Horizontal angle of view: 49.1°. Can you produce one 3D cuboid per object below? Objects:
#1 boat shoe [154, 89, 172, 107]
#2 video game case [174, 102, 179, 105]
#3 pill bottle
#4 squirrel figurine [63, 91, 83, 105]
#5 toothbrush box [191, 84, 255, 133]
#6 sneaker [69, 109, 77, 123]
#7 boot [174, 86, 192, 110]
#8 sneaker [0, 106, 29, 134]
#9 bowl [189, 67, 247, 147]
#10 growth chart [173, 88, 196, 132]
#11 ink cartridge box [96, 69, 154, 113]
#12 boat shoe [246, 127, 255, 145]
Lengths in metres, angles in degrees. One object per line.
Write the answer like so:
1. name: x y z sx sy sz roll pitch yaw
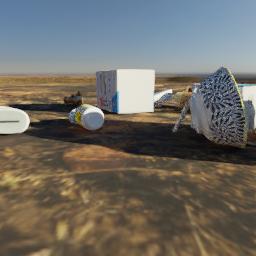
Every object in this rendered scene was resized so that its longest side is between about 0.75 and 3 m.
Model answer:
1. boat shoe: 1.370 -1.278 13.048 1.963 0.642 0.722 -22 14 -29
2. video game case: 3.008 -1.298 14.583 0.866 0.109 0.952 9 15 38
3. pill bottle: -1.097 -0.304 7.995 0.655 0.655 1.198 -5 12 -23
4. squirrel figurine: -2.747 -1.383 14.035 0.898 0.681 0.962 -10 -3 1
5. toothbrush box: 2.566 -0.542 7.554 0.754 1.294 1.767 -6 13 -28
6. sneaker: -1.320 -0.419 9.063 0.531 0.479 1.297 2 11 34
7. boot: 3.360 -1.050 11.975 2.311 1.005 2.778 18 15 21
8. sneaker: -3.846 -0.166 7.156 2.481 0.906 0.878 6 -1 -20
9. bowl: 1.808 -0.350 5.994 0.828 1.764 1.764 -13 9 8
10. growth chart: 1.486 -0.500 7.114 0.129 1.051 1.453 27 31 11
11. ink cartridge box: -0.189 -1.611 11.919 1.686 1.716 2.331 -6 12 -26
12. boat shoe: 2.960 0.139 6.309 1.154 0.414 0.437 -2 13 -12
